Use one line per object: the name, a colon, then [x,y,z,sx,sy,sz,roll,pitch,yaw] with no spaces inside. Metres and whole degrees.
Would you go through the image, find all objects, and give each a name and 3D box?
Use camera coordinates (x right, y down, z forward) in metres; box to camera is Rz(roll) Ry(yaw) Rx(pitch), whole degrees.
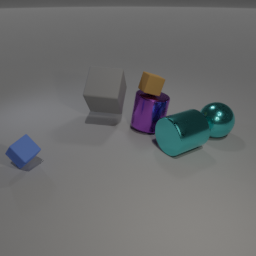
cube: [-0.906,-1.539,11.560,1.400,1.400,1.400,6,67,8]
cube: [-3.380,0.760,9.029,0.700,0.700,0.700,-37,8,49]
cylinder: [1.925,0.142,9.998,1.400,1.400,1.400,-17,31,-29]
cylinder: [0.900,-0.714,11.488,1.400,1.400,1.400,8,25,-4]
cube: [0.911,-1.722,10.901,0.700,0.700,0.700,11,18,-23]
ball: [3.444,-0.313,10.960,1.400,1.400,1.400,0,27,0]
